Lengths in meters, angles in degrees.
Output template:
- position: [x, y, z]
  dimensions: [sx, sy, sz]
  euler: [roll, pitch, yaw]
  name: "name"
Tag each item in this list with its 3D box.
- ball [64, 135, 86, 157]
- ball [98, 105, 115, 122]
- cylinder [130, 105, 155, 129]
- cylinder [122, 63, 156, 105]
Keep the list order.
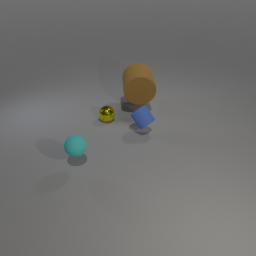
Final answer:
- position: [-1.660, 0.556, 8.816]
  dimensions: [0.700, 0.700, 0.700]
  euler: [0, 30, 0]
  name: "ball"
- position: [-0.898, -0.601, 11.831]
  dimensions: [0.700, 0.700, 0.700]
  euler: [0, 30, 0]
  name: "ball"
- position: [0.564, -0.419, 10.781]
  dimensions: [0.700, 0.700, 0.700]
  euler: [-35, 2, 2]
  name: "cylinder"
- position: [0.470, -1.960, 12.398]
  dimensions: [1.400, 1.400, 1.400]
  euler: [-2, 37, -3]
  name: "cylinder"
